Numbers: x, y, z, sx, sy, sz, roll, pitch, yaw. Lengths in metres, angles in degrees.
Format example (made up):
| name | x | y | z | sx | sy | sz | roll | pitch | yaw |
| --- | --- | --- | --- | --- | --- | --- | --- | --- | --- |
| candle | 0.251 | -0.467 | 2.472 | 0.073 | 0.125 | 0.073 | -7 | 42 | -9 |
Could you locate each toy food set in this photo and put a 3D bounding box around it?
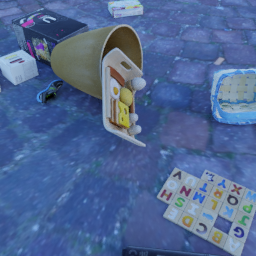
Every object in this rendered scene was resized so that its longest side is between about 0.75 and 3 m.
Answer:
| name | x | y | z | sx | sy | sz | roll | pitch | yaw |
| --- | --- | --- | --- | --- | --- | --- | --- | --- | --- |
| toy food set | 0.032 | -0.792 | 7.990 | 0.733 | 1.741 | 2.426 | -11 | 71 | 25 |

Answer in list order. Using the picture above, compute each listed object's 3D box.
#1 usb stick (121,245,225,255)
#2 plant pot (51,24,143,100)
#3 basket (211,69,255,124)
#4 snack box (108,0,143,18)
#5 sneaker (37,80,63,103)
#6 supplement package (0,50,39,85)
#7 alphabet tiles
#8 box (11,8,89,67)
| name | x | y | z | sx | sy | sz | roll | pitch | yaw |
| --- | --- | --- | --- | --- | --- | --- | --- | --- | --- |
| usb stick | 1.106 | 2.936 | 5.867 | 2.532 | 0.413 | 0.702 | 5 | 51 | 4 |
| plant pot | -1.300 | -2.286 | 9.959 | 2.792 | 2.602 | 2.602 | 11 | 44 | 30 |
| basket | 3.730 | -0.898 | 8.627 | 2.249 | 1.774 | 2.551 | 0 | 23 | 2 |
| snack box | -0.143 | -6.638 | 15.521 | 1.695 | 0.449 | 1.206 | -12 | 46 | -12 |
| sneaker | -2.755 | -1.296 | 10.184 | 0.503 | 0.430 | 1.213 | 28 | 55 | 15 |
| supplement package | -4.297 | -2.400 | 10.996 | 1.007 | 0.775 | 1.053 | 35 | 53 | 30 |
| alphabet tiles | 1.996 | 1.881 | 7.161 | 2.275 | 0.086 | 1.902 | 24 | 50 | 22 |
| box | -3.194 | -3.770 | 11.855 | 2.854 | 1.514 | 1.745 | 28 | 51 | 24 |
